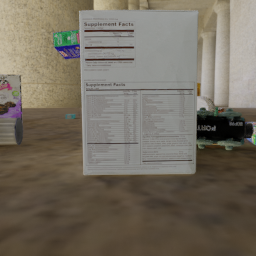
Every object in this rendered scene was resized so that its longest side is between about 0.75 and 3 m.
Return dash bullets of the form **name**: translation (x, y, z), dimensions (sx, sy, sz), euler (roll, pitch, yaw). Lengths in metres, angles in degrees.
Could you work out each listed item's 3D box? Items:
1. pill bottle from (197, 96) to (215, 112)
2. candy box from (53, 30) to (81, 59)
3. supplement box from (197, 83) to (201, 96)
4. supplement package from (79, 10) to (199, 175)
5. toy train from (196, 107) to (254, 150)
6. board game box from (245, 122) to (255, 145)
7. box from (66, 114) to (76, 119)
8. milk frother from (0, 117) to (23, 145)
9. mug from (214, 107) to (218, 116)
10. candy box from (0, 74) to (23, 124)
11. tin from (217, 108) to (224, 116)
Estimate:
- **pill bottle**: translation (3.200, -0.853, 12.336), dimensions (1.082, 1.082, 1.901), euler (2, 6, 23)
- **candy box**: translation (-0.985, -1.682, 5.641), dimensions (0.841, 0.324, 0.711), euler (-6, -5, 5)
- **supplement box**: translation (2.294, -1.501, 14.994), dimensions (2.890, 1.892, 1.492), euler (-3, 6, -23)
- **supplement package**: translation (0.102, -0.432, 3.802), dimensions (1.300, 1.768, 1.690), euler (-1, 6, -2)
- **toy train**: translation (1.326, 0.028, 5.085), dimensions (1.696, 0.723, 0.966), euler (1, -4, 11)
- **board game box**: translation (3.514, 0.115, 5.565), dimensions (2.102, 0.362, 1.423), euler (1, 5, 13)
- **box**: translation (-2.898, -0.588, 14.158), dimensions (0.380, 0.227, 0.922), euler (0, 5, -4)
- **milk frother**: translation (-2.489, -0.135, 5.371), dimensions (0.868, 0.922, 0.833), euler (0, 1, -7)
- **mug**: translation (4.751, -0.920, 15.880), dimensions (0.704, 0.530, 0.857), euler (0, 0, 23)
- **candy box**: translation (-4.628, -1.024, 10.111), dimensions (1.506, 1.795, 0.642), euler (-3, 3, -19)
- **tin**: translation (5.126, -1.052, 18.059), dimensions (1.427, 0.533, 2.548), euler (-6, 7, -16)
